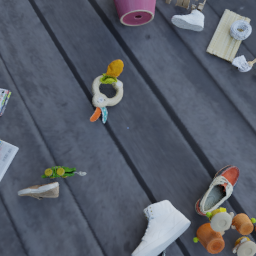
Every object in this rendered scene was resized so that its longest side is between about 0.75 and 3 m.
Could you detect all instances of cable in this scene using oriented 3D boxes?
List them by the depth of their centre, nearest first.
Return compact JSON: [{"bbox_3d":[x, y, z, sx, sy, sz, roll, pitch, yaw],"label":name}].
[{"bbox_3d":[4.644,-4.045,11.565,0.844,0.292,0.844,-43,71,-12],"label":"cable"}]

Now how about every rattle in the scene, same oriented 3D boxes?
[{"bbox_3d":[-0.685,-1.232,10.017,1.267,1.390,1.946,40,57,-26],"label":"rattle"}]

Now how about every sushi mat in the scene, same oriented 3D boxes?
[{"bbox_3d":[4.218,-3.885,11.710,1.155,0.146,2.415,25,73,8],"label":"sushi mat"}]

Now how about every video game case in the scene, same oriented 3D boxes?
[{"bbox_3d":[-5.016,1.178,9.949,1.581,0.199,1.738,22,73,7],"label":"video game case"}]

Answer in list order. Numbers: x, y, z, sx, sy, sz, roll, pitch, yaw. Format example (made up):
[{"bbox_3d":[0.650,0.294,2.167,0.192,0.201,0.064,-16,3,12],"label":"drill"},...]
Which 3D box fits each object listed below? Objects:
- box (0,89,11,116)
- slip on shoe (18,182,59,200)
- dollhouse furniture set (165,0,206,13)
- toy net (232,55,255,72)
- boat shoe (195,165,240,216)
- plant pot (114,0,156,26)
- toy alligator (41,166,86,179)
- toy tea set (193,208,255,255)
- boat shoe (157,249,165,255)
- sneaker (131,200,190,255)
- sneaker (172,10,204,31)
[{"bbox_3d":[-4.922,-0.993,10.696,0.569,0.180,1.034,12,71,4],"label":"box"},{"bbox_3d":[-2.965,2.150,9.278,1.548,0.589,0.469,-13,89,15],"label":"slip on shoe"},{"bbox_3d":[2.524,-5.657,11.960,1.619,0.839,0.717,21,74,7],"label":"dollhouse furniture set"},{"bbox_3d":[5.072,-2.315,11.077,1.966,0.380,1.031,7,74,4],"label":"toy net"},{"bbox_3d":[3.078,2.058,9.394,0.765,0.672,2.148,43,75,15],"label":"boat shoe"},{"bbox_3d":[0.264,-5.340,11.305,2.162,2.162,1.935,-5,86,-2],"label":"plant pot"},{"bbox_3d":[-2.209,1.485,9.620,1.588,0.526,0.381,-4,70,3],"label":"toy alligator"},{"bbox_3d":[3.372,3.236,8.916,2.589,0.958,1.540,16,105,-14],"label":"toy tea set"},{"bbox_3d":[0.495,4.434,8.560,0.749,0.706,2.087,37,70,12],"label":"boat shoe"},{"bbox_3d":[0.740,3.205,8.825,2.189,0.806,1.265,-30,53,-24],"label":"sneaker"},{"bbox_3d":[2.538,-4.629,11.814,1.369,0.504,0.791,15,70,-5],"label":"sneaker"}]
